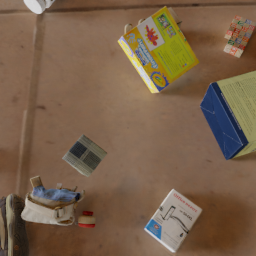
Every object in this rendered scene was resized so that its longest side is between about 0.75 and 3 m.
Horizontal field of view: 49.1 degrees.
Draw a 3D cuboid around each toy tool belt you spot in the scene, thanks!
[{"bbox_3d":[-2.107,2.329,8.952,2.307,1.440,1.418,6,75,2],"label":"toy tool belt"}]

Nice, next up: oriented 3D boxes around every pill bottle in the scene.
[{"bbox_3d":[-3.784,-6.339,12.874,1.173,1.173,2.059,27,68,11],"label":"pill bottle"}]

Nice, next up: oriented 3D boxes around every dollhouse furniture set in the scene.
[{"bbox_3d":[1.107,-3.957,11.760,2.000,1.301,1.837,-24,68,-10],"label":"dollhouse furniture set"}]

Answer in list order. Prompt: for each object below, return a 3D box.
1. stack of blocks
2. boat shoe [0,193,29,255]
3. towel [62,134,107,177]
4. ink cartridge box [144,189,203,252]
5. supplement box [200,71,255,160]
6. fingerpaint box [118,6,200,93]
[{"bbox_3d":[4.779,-4.013,12.216,0.986,0.501,1.712,27,69,11],"label":"stack of blocks"},{"bbox_3d":[-3.784,3.515,8.737,1.038,1.055,2.832,-15,58,4],"label":"boat shoe"},{"bbox_3d":[-1.091,0.719,7.180,0.864,0.149,0.832,41,83,-16],"label":"towel"},{"bbox_3d":[1.459,2.963,9.058,1.163,0.672,1.594,35,71,14],"label":"ink cartridge box"},{"bbox_3d":[4.351,-0.515,10.049,2.457,1.651,2.459,-17,67,-7],"label":"supplement box"},{"bbox_3d":[1.176,-2.951,10.831,2.072,0.911,2.484,-37,102,-7],"label":"fingerpaint box"}]
